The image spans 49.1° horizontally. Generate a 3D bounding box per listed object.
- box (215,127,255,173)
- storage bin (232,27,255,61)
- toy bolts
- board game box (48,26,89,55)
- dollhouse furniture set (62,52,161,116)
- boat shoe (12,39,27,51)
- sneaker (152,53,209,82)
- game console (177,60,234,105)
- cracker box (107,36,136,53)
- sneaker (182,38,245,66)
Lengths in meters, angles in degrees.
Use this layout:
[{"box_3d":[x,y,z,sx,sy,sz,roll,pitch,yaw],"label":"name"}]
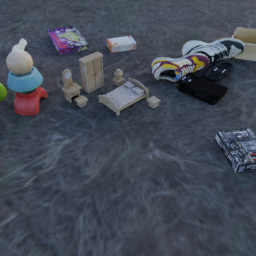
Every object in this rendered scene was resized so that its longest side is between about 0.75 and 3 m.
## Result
[{"box_3d":[3.154,0.564,7.698,1.040,0.328,1.318,-8,43,-9],"label":"box"},{"box_3d":[5.283,-3.613,12.036,1.580,0.746,1.591,12,44,12],"label":"storage bin"},{"box_3d":[-4.118,-1.352,8.600,2.831,1.963,2.704,1,42,1],"label":"toy bolts"},{"box_3d":[-2.780,-4.087,12.905,1.341,0.361,2.234,-20,46,-15],"label":"board game box"},{"box_3d":[-0.578,-1.335,9.125,2.188,1.253,2.566,-33,51,-30],"label":"dollhouse furniture set"},{"box_3d":[-4.794,-3.468,12.264,0.347,0.409,1.124,-28,35,37],"label":"boat shoe"},{"box_3d":[2.011,-2.171,10.477,2.198,0.824,0.990,-8,48,1],"label":"sneaker"},{"box_3d":[3.128,-1.822,10.376,1.568,0.320,2.658,30,51,29],"label":"game console"},{"box_3d":[-0.294,-3.729,12.468,1.160,0.335,0.777,-12,43,-12],"label":"cracker box"},{"box_3d":[3.454,-2.939,11.300,2.467,0.933,1.082,-4,50,9],"label":"sneaker"}]
